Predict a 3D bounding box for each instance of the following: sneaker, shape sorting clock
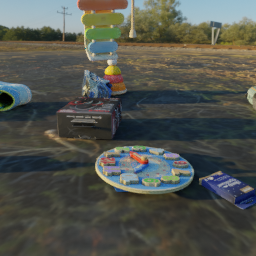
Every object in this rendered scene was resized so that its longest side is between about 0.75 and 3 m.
[{"bbox_3d":[-5.216,-1.258,10.703,2.542,1.011,1.660,1,17,6],"label":"sneaker"},{"bbox_3d":[0.337,0.758,5.722,1.992,0.391,1.992,0,19,0],"label":"shape sorting clock"},{"bbox_3d":[-1.391,-1.810,12.598,1.220,1.104,2.865,5,24,-17],"label":"sneaker"}]

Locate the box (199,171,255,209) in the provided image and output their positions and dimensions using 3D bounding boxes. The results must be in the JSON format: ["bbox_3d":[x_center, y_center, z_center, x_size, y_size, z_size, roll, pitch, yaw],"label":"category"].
[{"bbox_3d":[1.861,1.099,5.104,0.585,0.157,0.966,-12,24,-31],"label":"box"}]

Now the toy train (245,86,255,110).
[{"bbox_3d":[5.323,-1.165,10.540,1.404,1.050,2.465,-6,18,11],"label":"toy train"}]

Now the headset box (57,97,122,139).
[{"bbox_3d":[-1.067,-0.309,8.239,1.534,0.774,2.064,2,19,7],"label":"headset box"}]

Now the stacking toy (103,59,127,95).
[{"bbox_3d":[-0.679,-2.478,13.144,1.261,1.725,1.261,1,19,0],"label":"stacking toy"}]

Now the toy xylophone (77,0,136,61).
[{"bbox_3d":[-0.611,-3.699,9.171,2.118,2.893,0.727,-16,37,-14],"label":"toy xylophone"}]
